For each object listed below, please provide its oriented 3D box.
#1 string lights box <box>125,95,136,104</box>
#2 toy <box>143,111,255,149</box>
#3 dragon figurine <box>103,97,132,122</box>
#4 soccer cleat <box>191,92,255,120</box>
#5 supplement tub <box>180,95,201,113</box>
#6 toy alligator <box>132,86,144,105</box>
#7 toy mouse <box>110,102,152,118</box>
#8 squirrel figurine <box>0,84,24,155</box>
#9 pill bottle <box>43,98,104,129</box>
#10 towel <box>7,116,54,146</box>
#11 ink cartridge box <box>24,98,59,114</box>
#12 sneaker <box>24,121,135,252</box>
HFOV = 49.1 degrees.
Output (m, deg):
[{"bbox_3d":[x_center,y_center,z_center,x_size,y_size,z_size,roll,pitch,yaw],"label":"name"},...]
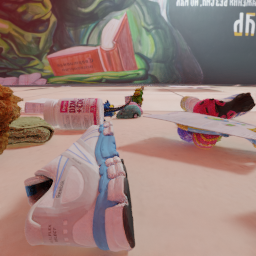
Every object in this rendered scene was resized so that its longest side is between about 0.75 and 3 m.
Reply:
[{"bbox_3d":[0.164,-1.497,15.018,0.284,0.495,0.963,-1,9,25],"label":"string lights box"},{"bbox_3d":[1.884,0.121,6.273,2.783,0.657,1.603,10,12,39],"label":"toy"},{"bbox_3d":[-1.014,-0.548,9.402,2.282,0.672,1.135,-5,10,17],"label":"dragon figurine"},{"bbox_3d":[3.143,-0.542,9.607,2.663,0.930,1.150,-12,-13,-24],"label":"soccer cleat"},{"bbox_3d":[2.687,-1.014,11.941,0.704,0.704,0.969,-2,10,-8],"label":"supplement tub"},{"bbox_3d":[0.528,-1.759,14.959,0.527,0.727,2.194,-9,23,12],"label":"toy alligator"},{"bbox_3d":[0.029,-0.738,11.113,2.243,0.488,2.524,4,12,19],"label":"toy mouse"},{"bbox_3d":[-2.950,-0.268,4.808,1.477,1.949,2.088,7,13,33],"label":"squirrel figurine"},{"bbox_3d":[-1.591,-0.429,8.338,1.648,0.934,0.934,0,11,2],"label":"pill bottle"},{"bbox_3d":[-3.311,0.091,6.847,2.706,0.494,2.008,-6,12,-25],"label":"towel"},{"bbox_3d":[-3.066,-0.930,12.263,2.239,0.639,1.820,8,12,4],"label":"ink cartridge box"},{"bbox_3d":[-0.642,0.536,3.476,1.132,0.979,2.613,-6,11,-5],"label":"sneaker"}]
